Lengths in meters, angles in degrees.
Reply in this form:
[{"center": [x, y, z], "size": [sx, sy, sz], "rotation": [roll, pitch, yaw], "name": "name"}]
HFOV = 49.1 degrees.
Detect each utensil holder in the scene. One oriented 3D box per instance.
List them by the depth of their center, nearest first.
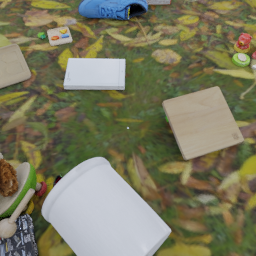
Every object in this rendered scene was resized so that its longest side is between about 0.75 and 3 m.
[{"center": [-0.448, 2.036, 6.055], "size": [1.868, 1.868, 2.198], "rotation": [-38, 64, -23], "name": "utensil holder"}]

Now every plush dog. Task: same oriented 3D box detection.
[{"center": [-3.961, 1.263, 6.254], "size": [2.999, 2.406, 2.576], "rotation": [38, 67, -3], "name": "plush dog"}]

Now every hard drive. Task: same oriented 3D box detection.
[{"center": [-1.127, -1.902, 9.785], "size": [2.035, 0.272, 1.342], "rotation": [0, 55, 1], "name": "hard drive"}]

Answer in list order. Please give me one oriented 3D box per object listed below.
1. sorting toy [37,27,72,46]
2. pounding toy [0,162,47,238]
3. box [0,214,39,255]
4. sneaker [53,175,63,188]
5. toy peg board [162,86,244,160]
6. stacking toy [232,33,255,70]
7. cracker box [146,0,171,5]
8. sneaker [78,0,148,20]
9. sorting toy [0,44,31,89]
[{"center": [-2.903, -3.618, 11.040], "size": [1.274, 0.187, 0.942], "rotation": [-14, 56, -11], "name": "sorting toy"}, {"center": [-2.482, 1.731, 6.821], "size": [1.412, 0.849, 1.830], "rotation": [-51, 30, 2], "name": "pounding toy"}, {"center": [-2.738, 3.039, 6.191], "size": [1.447, 0.457, 1.835], "rotation": [-18, 57, -12], "name": "box"}, {"center": [-1.866, 1.592, 7.286], "size": [0.307, 0.335, 0.801], "rotation": [0, 55, 0], "name": "sneaker"}, {"center": [2.086, -0.061, 8.281], "size": [1.801, 0.881, 1.794], "rotation": [-16, 72, -9], "name": "toy peg board"}, {"center": [4.572, -2.792, 10.197], "size": [1.466, 0.619, 1.327], "rotation": [23, 58, 16], "name": "stacking toy"}, {"center": [0.650, -6.340, 12.543], "size": [2.482, 0.716, 1.663], "rotation": [0, 62, -1], "name": "cracker box"}, {"center": [-0.598, -4.932, 11.494], "size": [2.865, 0.944, 1.123], "rotation": [-10, 55, -7], "name": "sneaker"}, {"center": [-4.783, -2.000, 9.868], "size": [2.361, 0.316, 1.759], "rotation": [-23, 62, -15], "name": "sorting toy"}]
